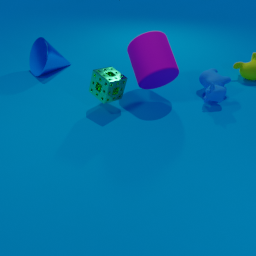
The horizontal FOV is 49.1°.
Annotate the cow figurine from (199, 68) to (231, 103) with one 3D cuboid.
[{"bbox_3d":[2.597,-1.331,8.709,1.270,0.709,1.291,-16,48,-31],"label":"cow figurine"}]

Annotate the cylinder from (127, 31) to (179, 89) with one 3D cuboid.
[{"bbox_3d":[0.739,-1.988,8.363,1.261,1.261,1.261,-12,75,-16],"label":"cylinder"}]

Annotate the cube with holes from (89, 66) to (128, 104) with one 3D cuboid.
[{"bbox_3d":[-0.578,-1.236,8.016,0.709,0.709,0.709,-22,52,-42],"label":"cube with holes"}]

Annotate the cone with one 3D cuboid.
[{"bbox_3d":[-2.681,-2.485,10.344,1.378,1.372,1.372,3,27,-44],"label":"cone"}]

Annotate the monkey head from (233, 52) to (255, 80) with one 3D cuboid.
[{"bbox_3d":[4.327,-2.128,9.681,1.271,0.914,0.766,21,23,14],"label":"monkey head"}]
